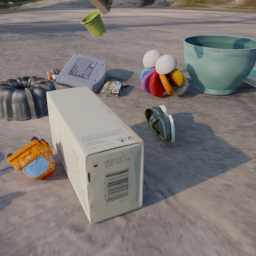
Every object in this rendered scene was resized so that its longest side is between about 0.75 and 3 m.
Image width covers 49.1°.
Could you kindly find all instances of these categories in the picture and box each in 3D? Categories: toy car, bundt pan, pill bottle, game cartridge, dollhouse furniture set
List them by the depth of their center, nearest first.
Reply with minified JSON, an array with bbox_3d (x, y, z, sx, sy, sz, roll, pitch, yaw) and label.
[{"bbox_3d":[-2.515,1.133,5.621,2.527,1.239,0.841,-36,86,-24],"label":"toy car"},{"bbox_3d":[-0.489,-3.753,6.741,1.009,1.178,1.239,-8,62,40],"label":"dollhouse furniture set"},{"bbox_3d":[-3.405,-1.101,9.261,2.297,0.862,2.297,1,29,0],"label":"bundt pan"},{"bbox_3d":[1.156,-1.798,10.209,1.402,1.637,1.870,-45,40,-4],"label":"toy car"},{"bbox_3d":[-1.710,-2.205,11.210,1.607,0.494,2.415,12,37,1],"label":"game cartridge"},{"bbox_3d":[-2.868,-2.253,11.767,0.981,0.521,0.521,-13,31,-20],"label":"pill bottle"}]

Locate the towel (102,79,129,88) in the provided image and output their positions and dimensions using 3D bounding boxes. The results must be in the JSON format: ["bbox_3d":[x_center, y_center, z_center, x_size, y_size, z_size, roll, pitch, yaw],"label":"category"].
[{"bbox_3d":[-0.508,-1.752,11.266,0.915,0.099,0.671,25,39,38],"label":"towel"}]

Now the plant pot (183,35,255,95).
[{"bbox_3d":[3.393,-2.342,10.547,2.727,1.827,2.727,0,28,0],"label":"plant pot"}]

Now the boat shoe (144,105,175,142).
[{"bbox_3d":[0.847,-0.127,7.646,0.582,0.696,1.947,-2,22,-4],"label":"boat shoe"}]

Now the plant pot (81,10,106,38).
[{"bbox_3d":[-1.159,-3.637,9.924,0.772,0.710,0.772,-21,40,18],"label":"plant pot"}]

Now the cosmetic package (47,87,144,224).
[{"bbox_3d":[-0.818,0.332,5.868,1.084,1.536,2.966,-12,31,-22],"label":"cosmetic package"}]

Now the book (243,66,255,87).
[{"bbox_3d":[5.527,-1.915,11.311,1.291,0.465,1.933,-17,34,-23],"label":"book"}]

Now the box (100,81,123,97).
[{"bbox_3d":[-0.615,-1.473,10.550,0.688,0.190,1.007,3,34,6],"label":"box"}]
